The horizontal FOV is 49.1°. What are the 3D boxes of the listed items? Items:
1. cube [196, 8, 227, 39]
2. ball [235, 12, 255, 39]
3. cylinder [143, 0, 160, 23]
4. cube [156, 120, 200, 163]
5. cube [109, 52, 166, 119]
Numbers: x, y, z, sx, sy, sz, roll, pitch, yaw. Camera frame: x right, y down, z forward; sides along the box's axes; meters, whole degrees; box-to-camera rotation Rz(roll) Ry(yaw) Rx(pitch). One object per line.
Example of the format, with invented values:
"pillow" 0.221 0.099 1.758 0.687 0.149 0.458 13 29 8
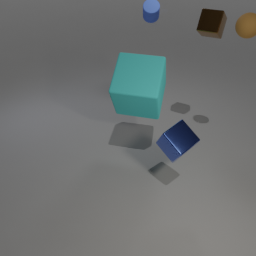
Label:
"cube" 2.718 -3.369 9.065 0.700 0.700 0.700 19 10 26
"ball" 3.436 -2.920 7.992 0.700 0.700 0.700 0 30 0
"cylinder" 0.979 -4.932 11.817 0.700 0.700 0.700 2 -13 4
"cube" 1.267 0.343 7.193 0.700 0.700 0.700 -35 77 -21
"cube" 0.350 -1.249 8.497 1.400 1.400 1.400 9 68 11
